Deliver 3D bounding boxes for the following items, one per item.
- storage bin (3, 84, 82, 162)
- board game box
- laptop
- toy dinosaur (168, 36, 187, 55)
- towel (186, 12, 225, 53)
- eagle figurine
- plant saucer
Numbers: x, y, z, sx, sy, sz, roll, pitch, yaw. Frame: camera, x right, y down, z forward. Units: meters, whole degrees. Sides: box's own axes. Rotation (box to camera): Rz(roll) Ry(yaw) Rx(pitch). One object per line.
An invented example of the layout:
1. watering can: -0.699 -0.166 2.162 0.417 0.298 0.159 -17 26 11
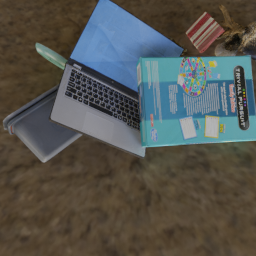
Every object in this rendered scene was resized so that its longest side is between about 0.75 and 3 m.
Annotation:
1. storage bin: -1.987 -0.077 7.394 1.997 1.454 1.341 -38 91 -26
2. board game box: 1.793 -0.700 7.420 2.996 0.703 2.262 -3 85 -8
3. laptop: -0.126 -1.170 7.043 2.687 1.663 2.870 24 54 -24
4. toy dinosaur: 1.402 -2.510 8.660 0.421 1.094 0.559 -38 47 29
5. towel: 2.455 -3.114 9.075 0.151 0.956 1.328 25 33 -36
6. eagle figurine: 3.968 -2.928 8.806 2.218 1.674 1.683 4 91 -33
7. plant saucer: -2.129 -2.029 8.356 1.455 1.455 0.199 31 88 15
